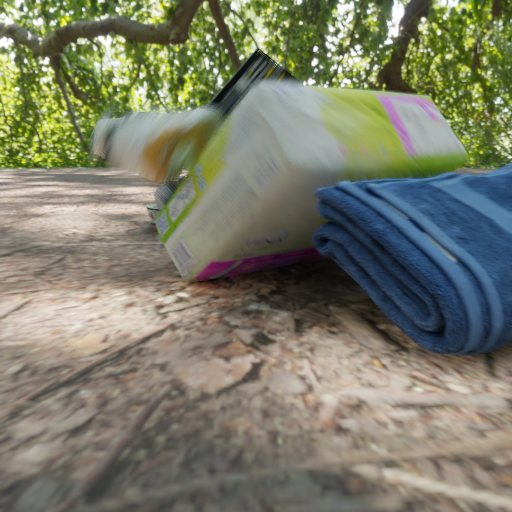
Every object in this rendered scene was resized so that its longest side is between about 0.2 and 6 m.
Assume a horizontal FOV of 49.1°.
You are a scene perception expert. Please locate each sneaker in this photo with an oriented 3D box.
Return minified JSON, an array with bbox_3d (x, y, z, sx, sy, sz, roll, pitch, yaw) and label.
[{"bbox_3d":[-1.016,-1.377,11.844,1.203,0.798,2.115,-14,2,43],"label":"sneaker"},{"bbox_3d":[-1.407,-1.828,8.508,1.239,1.069,2.827,17,15,11],"label":"sneaker"}]

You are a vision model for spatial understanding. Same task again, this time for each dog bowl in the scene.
[{"bbox_3d":[-1.817,-0.928,13.367,1.580,0.583,1.580,-1,12,0],"label":"dog bowl"}]

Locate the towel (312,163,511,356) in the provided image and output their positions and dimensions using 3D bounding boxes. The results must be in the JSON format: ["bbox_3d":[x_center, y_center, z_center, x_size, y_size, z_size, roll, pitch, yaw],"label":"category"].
[{"bbox_3d":[2.801,-0.157,6.627,4.178,1.014,2.333,-8,42,-38],"label":"towel"}]

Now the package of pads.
[{"bbox_3d":[0.939,-1.057,8.430,4.049,1.381,3.128,-11,-23,-40],"label":"package of pads"}]

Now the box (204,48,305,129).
[{"bbox_3d":[-0.036,-2.222,10.107,1.912,2.394,0.591,43,6,14],"label":"box"}]
